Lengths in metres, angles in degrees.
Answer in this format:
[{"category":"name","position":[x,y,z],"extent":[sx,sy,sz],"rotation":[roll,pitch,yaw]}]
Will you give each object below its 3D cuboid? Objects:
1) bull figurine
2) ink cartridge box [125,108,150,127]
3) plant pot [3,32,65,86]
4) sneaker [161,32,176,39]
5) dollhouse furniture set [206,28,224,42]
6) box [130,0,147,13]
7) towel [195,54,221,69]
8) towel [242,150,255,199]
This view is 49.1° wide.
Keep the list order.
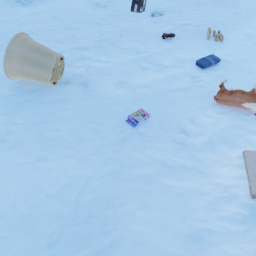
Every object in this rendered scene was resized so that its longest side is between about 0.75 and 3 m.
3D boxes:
[{"category":"bull figurine","position":[4.760,-1.255,11.554],"extent":[2.320,0.756,1.409],"rotation":[14,46,12]},{"category":"ink cartridge box","position":[0.387,-0.417,11.149],"extent":[0.911,0.191,0.543],"rotation":[-34,55,-26]},{"category":"plant pot","position":[-3.961,-2.842,12.330],"extent":[1.982,2.165,2.165],"rotation":[20,49,4]},{"category":"sneaker","position":[2.207,-5.043,15.499],"extent":[0.781,0.295,0.451],"rotation":[12,52,25]},{"category":"dollhouse furniture set","position":[4.803,-5.168,15.386],"extent":[0.848,0.563,0.743],"rotation":[-1,46,-1]},{"category":"box","position":[0.495,-5.101,10.556],"extent":[0.368,1.356,1.693],"rotation":[13,26,4]},{"category":"towel","position":[3.940,-3.250,13.761],"extent":[1.193,0.290,0.666],"rotation":[-24,51,-22]},{"category":"towel","position":[4.551,1.521,9.193],"extent":[1.305,0.339,1.969],"rotation":[5,47,4]}]
